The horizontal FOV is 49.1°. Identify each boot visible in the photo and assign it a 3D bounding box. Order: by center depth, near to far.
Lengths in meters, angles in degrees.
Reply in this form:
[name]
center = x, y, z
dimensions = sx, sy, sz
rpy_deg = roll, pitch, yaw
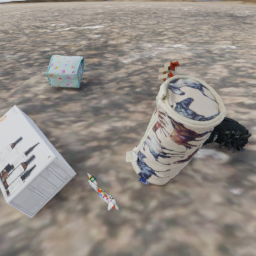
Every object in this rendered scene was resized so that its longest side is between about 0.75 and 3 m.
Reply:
[boot]
center = 1.983, -0.201, 7.258
dimensions = 1.755, 0.793, 2.142
rpy_deg = 5, 32, -34

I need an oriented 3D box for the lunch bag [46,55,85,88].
[lunch bag]
center = -2.387, -2.298, 10.916
dimensions = 1.240, 0.888, 1.456
rpy_deg = 2, 49, 3

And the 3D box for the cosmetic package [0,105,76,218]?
[cosmetic package]
center = -2.298, 0.528, 6.072
dimensions = 1.173, 0.720, 2.842
rpy_deg = -44, 41, -11

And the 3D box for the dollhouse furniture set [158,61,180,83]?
[dollhouse furniture set]
center = 1.613, -1.967, 10.384
dimensions = 0.520, 1.009, 0.998
rpy_deg = -9, 63, 33

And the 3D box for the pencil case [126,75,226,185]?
[pencil case]
center = 0.763, 0.168, 5.257
dimensions = 1.204, 2.692, 1.047
rpy_deg = 1, 59, -11

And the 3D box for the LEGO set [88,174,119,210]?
[LEGO set]
center = -0.515, 1.200, 5.106
dimensions = 0.774, 1.036, 0.254
rpy_deg = 40, 70, 17
